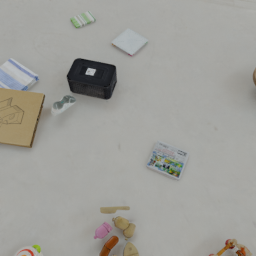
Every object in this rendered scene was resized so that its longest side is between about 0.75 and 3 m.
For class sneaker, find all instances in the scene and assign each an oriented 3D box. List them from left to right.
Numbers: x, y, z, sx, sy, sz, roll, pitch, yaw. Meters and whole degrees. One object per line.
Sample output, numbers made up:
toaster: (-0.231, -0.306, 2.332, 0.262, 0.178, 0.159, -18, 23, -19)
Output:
sneaker: (-2.585, -0.907, 11.113, 0.452, 0.515, 1.286, 44, 41, 7)

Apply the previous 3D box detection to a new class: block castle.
block castle: (3.213, 4.097, 8.114, 1.038, 0.729, 1.553, -34, 63, -14)

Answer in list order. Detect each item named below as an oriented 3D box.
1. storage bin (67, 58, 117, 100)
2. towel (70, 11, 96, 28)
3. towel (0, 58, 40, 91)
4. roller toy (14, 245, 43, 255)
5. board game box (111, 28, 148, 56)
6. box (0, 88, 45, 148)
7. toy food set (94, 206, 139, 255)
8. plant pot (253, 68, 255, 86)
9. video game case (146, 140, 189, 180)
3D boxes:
storage bin: (-1.463, -2.045, 11.615, 1.837, 0.861, 1.242, 13, 61, 7)
towel: (-2.243, -5.414, 14.013, 1.099, 0.169, 0.820, -27, 61, -12)
towel: (-5.246, -1.805, 11.774, 1.856, 0.301, 2.527, 34, 66, 17)
roller toy: (-2.929, 3.964, 8.228, 0.900, 0.629, 0.821, -18, 53, -1)
board game box: (0.088, -4.035, 13.175, 1.269, 0.164, 1.269, 36, 65, 18)
box: (-4.739, -0.469, 10.756, 2.682, 0.285, 2.193, 8, 72, 3)
toy food set: (-0.374, 3.514, 8.562, 1.346, 0.334, 2.118, 3, 66, -16)
plant pot: (6.031, -1.783, 11.411, 2.026, 0.935, 2.026, 0, 59, 0)
video game case: (1.453, 1.153, 10.157, 1.254, 0.138, 1.143, 22, 62, 11)
